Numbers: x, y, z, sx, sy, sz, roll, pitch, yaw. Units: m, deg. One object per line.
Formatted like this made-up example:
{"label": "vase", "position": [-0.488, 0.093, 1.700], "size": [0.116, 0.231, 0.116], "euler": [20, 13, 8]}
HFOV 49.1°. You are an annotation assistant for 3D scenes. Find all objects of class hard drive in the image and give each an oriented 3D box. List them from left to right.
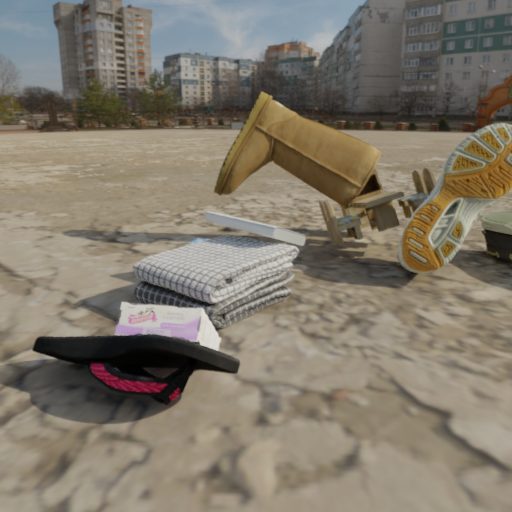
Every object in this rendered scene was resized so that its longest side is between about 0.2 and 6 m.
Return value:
{"label": "hard drive", "position": [-0.022, -0.461, 9.305], "size": [1.438, 0.192, 0.948], "euler": [16, 2, 35]}

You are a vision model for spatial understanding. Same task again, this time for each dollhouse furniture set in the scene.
{"label": "dollhouse furniture set", "position": [2.333, -1.369, 11.654], "size": [2.129, 1.614, 2.429], "euler": [-18, 5, 1]}

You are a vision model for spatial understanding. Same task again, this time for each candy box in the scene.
{"label": "candy box", "position": [-0.971, 0.914, 6.392], "size": [0.925, 0.395, 1.103], "euler": [4, -24, 9]}

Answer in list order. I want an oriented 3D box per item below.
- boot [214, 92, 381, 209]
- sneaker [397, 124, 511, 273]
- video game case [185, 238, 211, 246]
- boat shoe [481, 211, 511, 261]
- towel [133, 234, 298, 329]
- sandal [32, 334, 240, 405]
{"label": "boot", "position": [0.797, -1.751, 11.632], "size": [2.774, 2.429, 0.917], "euler": [29, 16, -5]}
{"label": "sneaker", "position": [3.555, -1.015, 10.020], "size": [1.192, 3.152, 1.382], "euler": [42, -4, 9]}
{"label": "video game case", "position": [-0.766, -0.090, 11.331], "size": [1.479, 0.163, 1.346], "euler": [4, 17, 15]}
{"label": "boat shoe", "position": [5.266, -0.130, 10.201], "size": [1.017, 0.859, 2.853], "euler": [-16, 20, -13]}
{"label": "towel", "position": [-0.582, 0.353, 8.636], "size": [1.713, 0.885, 2.069], "euler": [12, 22, 39]}
{"label": "sandal", "position": [-1.327, 1.229, 5.962], "size": [2.680, 0.604, 1.006], "euler": [-4, -27, 29]}
